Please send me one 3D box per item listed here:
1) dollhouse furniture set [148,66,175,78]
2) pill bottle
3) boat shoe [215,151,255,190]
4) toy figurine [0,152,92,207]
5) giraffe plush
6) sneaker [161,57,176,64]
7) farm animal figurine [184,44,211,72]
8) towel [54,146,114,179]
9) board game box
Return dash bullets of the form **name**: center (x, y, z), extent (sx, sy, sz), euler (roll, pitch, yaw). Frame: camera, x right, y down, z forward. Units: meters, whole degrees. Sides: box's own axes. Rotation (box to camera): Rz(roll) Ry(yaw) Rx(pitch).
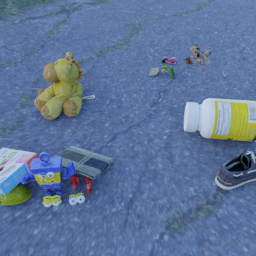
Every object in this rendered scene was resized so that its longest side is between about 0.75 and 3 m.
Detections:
- **dollhouse furniture set**: center (1.803, -2.924, 15.023), extent (1.317, 0.508, 0.658), euler (-3, 44, 27)
- **pill bottle**: center (3.672, -0.344, 10.879), extent (2.836, 1.578, 1.578), euler (5, 40, 6)
- **boat shoe**: center (4.150, 1.253, 9.575), extent (2.601, 0.816, 0.945), euler (-20, 44, -22)
- **toy figurine**: center (-2.669, 1.315, 8.763), extent (2.963, 1.775, 1.563), euler (-3, 40, -4)
- **giraffe plush**: center (-2.825, -1.983, 12.298), extent (2.773, 2.249, 2.393), euler (-23, 45, -25)
- **sneaker**: center (2.346, -3.814, 16.015), extent (0.890, 0.352, 0.424), euler (-1, 51, 0)
- **farm animal figurine**: center (2.191, -2.082, 8.448), extent (0.842, 0.680, 0.424), euler (17, 7, -29)
- **towel**: center (-1.581, 1.174, 9.635), extent (1.759, 0.304, 1.693), euler (17, 19, 13)
- **board game box**: center (-4.089, 1.349, 9.252), extent (2.050, 0.413, 1.568), euler (4, 36, 36)
